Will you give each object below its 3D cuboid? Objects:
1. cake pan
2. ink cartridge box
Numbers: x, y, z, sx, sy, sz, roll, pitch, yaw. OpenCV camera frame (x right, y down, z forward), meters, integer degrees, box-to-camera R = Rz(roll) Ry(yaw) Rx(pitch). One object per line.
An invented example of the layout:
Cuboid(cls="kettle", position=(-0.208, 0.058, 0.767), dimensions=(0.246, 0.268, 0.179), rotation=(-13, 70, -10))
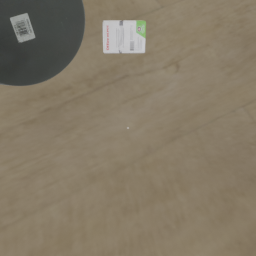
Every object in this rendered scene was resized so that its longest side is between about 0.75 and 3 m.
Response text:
Cuboid(cls="cake pan", position=(-1.810, -1.785, 4.738), dimensions=(2.540, 2.540, 0.466), rotation=(-32, 48, -15))
Cuboid(cls="ink cartridge box", position=(-0.103, -2.209, 6.781), dimensions=(1.013, 0.737, 0.425), rotation=(-1, 24, -5))
